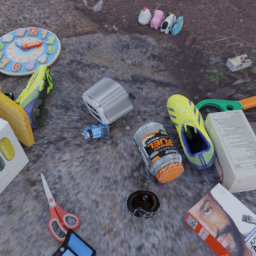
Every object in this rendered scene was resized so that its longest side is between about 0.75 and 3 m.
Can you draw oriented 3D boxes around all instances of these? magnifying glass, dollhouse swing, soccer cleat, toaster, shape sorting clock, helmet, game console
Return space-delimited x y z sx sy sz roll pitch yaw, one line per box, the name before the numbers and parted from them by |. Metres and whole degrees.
magnifying glass | 3.721 -0.704 9.999 2.993 0.335 1.191 -17 55 -10
dollhouse swing | -4.137 -0.091 8.301 1.891 2.081 1.829 -28 61 -28
soccer cleat | -3.422 -1.232 9.990 1.240 0.959 2.966 -7 51 6
toaster | -0.656 -0.892 9.408 1.232 1.084 1.908 -36 40 -14
shape sorting clock | -4.337 -3.318 11.822 2.932 0.575 2.932 0 52 0
helmet | 0.403 2.051 7.536 0.815 0.777 0.815 11 62 -22
game console | -1.354 3.132 6.834 0.953 0.554 0.838 32 58 23
soccer cleat | 1.930 -0.108 8.832 0.958 1.240 2.963 -24 53 11

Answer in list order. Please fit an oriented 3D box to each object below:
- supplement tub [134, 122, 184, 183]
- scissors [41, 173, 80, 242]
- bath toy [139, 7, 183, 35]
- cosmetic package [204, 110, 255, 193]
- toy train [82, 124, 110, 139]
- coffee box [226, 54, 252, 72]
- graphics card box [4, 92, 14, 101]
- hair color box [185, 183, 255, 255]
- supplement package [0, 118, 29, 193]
supplement tub | 0.922 0.732 8.402 1.021 1.021 1.666 -18 55 -14
scissors | -2.165 2.173 7.826 0.785 0.149 2.145 -36 62 -22
bath toy | 1.486 -5.100 13.085 2.112 0.781 0.919 24 56 19
cosmetic package | 3.206 0.664 8.462 1.190 1.004 2.302 -5 52 -5
toy train | -1.025 0.117 9.130 0.894 0.388 0.511 -14 18 -24
coffee box | 4.546 -2.658 11.457 0.854 0.340 0.488 -16 54 -12
graphics card box | -4.675 -0.961 10.205 0.954 0.243 0.599 -10 52 -6
hair color box | 2.729 2.687 7.070 1.275 0.735 2.298 -34 58 -23
supplement package | -4.079 0.672 7.829 1.491 1.980 1.502 23 56 17
